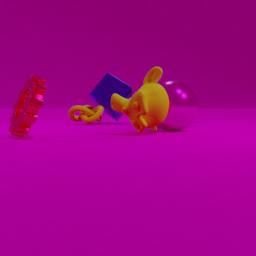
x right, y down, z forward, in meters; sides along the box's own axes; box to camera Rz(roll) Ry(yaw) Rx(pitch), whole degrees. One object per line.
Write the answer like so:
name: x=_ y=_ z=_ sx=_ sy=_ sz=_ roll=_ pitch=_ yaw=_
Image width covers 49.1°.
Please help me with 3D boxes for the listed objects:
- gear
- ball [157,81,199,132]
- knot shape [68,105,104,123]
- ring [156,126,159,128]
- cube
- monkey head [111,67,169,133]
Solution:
gear: x=-1.986 y=-0.437 z=5.510 sx=0.228 sy=1.231 sz=1.231 roll=22 pitch=-9 yaw=-33
ball: x=1.110 y=-0.542 z=6.975 sx=1.263 sy=1.263 sz=1.263 roll=0 pitch=4 yaw=0
knot shape: x=-1.336 y=-0.498 z=9.731 sx=1.240 sy=0.573 sz=1.161 roll=3 pitch=6 yaw=19
ring: x=1.003 y=-0.553 z=8.083 sx=1.169 sy=1.169 sz=0.234 roll=2 pitch=-18 yaw=26
cube: x=-0.552 y=-1.101 z=10.020 sx=1.070 sy=1.070 sz=1.070 roll=34 pitch=-11 yaw=17
monkey head: x=0.292 y=-0.527 z=6.156 sx=1.164 sy=1.619 sz=0.975 roll=24 pitch=41 yaw=29
